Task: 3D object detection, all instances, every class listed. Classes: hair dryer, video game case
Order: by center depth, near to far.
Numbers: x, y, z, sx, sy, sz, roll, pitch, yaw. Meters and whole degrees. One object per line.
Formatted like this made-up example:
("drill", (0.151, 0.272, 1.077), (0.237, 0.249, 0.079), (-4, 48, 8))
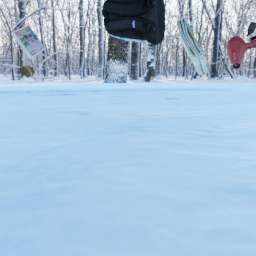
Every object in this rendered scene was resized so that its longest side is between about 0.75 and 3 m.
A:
("hair dryer", (2.860, -1.989, 6.525), (0.413, 1.522, 1.159), (44, -5, -32))
("video game case", (-2.590, -2.269, 7.344), (0.097, 0.742, 0.815), (-24, 24, 25))

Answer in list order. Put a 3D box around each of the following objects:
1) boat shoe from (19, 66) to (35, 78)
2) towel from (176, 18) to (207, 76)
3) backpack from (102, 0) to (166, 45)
("boat shoe", (-3.795, -2.196, 10.693), (0.419, 0.447, 1.242), (-24, 24, -28))
("towel", (2.468, -3.077, 10.821), (0.488, 1.736, 2.028), (-24, -16, 16))
("backpack", (0.168, -3.970, 9.961), (2.356, 1.922, 1.811), (5, 25, 26))
